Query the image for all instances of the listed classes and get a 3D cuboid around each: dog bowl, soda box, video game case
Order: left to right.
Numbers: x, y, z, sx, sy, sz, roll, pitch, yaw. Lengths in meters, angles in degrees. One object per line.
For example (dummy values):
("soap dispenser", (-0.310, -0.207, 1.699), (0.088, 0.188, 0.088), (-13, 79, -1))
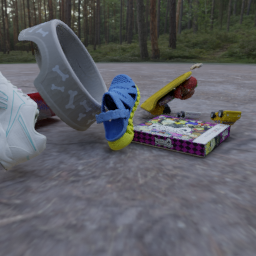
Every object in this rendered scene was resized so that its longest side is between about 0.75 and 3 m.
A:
("soda box", (-2.879, -0.562, 7.863), (0.887, 0.803, 2.534), (-5, 10, 29))
("dog bowl", (-1.403, -1.357, 6.962), (0.830, 2.831, 2.831), (-27, 12, 11))
("video game case", (1.254, 0.116, 6.807), (1.940, 0.347, 1.758), (11, 19, 34))

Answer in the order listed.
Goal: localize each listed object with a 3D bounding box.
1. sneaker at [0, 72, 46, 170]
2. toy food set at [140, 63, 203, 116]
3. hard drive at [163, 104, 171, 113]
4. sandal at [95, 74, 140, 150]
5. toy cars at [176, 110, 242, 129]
("sneaker", (-2.134, -0.381, 5.083), (0.890, 2.221, 0.781), (-20, -15, -16))
("toy food set", (1.557, -1.090, 8.975), (2.374, 0.775, 1.397), (-36, 8, 2))
("hard drive", (1.061, -0.778, 10.143), (0.803, 0.252, 1.191), (-2, 16, -8))
("sandal", (-0.245, -0.547, 6.341), (0.802, 0.878, 2.017), (-19, 46, 25))
("toy cars", (2.100, -0.215, 7.617), (2.071, 0.459, 0.929), (2, -3, 43))
